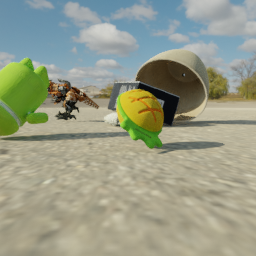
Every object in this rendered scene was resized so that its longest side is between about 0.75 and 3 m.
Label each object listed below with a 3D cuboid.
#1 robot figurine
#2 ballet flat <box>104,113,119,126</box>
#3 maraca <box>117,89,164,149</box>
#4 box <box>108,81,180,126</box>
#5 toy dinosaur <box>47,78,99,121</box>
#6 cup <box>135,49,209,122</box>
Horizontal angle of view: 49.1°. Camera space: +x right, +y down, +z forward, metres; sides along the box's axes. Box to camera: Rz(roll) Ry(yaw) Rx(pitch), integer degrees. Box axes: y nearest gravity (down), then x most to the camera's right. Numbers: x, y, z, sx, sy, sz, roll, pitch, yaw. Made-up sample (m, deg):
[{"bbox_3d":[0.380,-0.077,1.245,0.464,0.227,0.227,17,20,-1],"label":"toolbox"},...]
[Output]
[{"bbox_3d":[-2.629,-0.665,6.316,1.743,1.987,1.149,29,-29,6],"label":"robot figurine"},{"bbox_3d":[-0.605,-0.293,9.701,0.469,0.469,1.307,-1,-1,-13],"label":"ballet flat"},{"bbox_3d":[0.220,-0.172,4.856,0.958,0.748,1.398,25,32,-18],"label":"maraca"},{"bbox_3d":[0.516,-0.883,9.909,1.787,1.108,1.757,15,2,-30],"label":"box"},{"bbox_3d":[-2.456,-1.193,11.631,2.383,1.618,1.217,32,40,14],"label":"toy dinosaur"},{"bbox_3d":[1.956,-1.952,11.089,2.855,2.855,2.042,3,42,31],"label":"cup"}]
